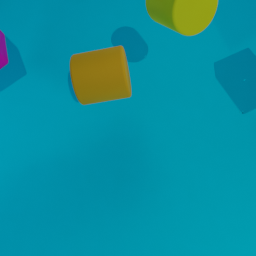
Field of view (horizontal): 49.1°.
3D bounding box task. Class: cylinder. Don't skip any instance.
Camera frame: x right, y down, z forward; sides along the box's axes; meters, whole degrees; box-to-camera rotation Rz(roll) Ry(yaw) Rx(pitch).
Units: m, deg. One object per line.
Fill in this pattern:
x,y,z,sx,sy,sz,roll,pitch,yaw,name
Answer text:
0.818,-1.959,4.374,0.821,0.821,0.821,-31,43,-9,cylinder
-0.447,-0.905,4.874,0.888,0.888,0.888,-9,72,6,cylinder

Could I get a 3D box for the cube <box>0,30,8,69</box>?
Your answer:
-3.250,-1.570,5.079,1.396,1.396,1.396,-35,45,4,cube
